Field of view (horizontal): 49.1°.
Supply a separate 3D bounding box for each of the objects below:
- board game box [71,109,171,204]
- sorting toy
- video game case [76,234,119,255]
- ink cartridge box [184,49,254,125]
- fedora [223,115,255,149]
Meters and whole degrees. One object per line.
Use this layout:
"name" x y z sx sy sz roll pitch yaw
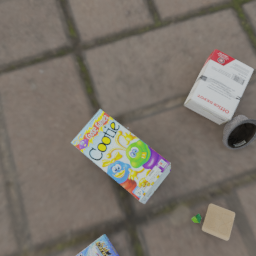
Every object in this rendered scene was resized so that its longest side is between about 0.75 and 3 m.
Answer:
"board game box" -0.125 0.687 6.671 2.080 1.091 1.071 37 81 18
"sorting toy" 2.029 2.196 6.735 0.926 0.136 0.684 18 66 17
"video game case" -0.632 3.123 6.502 0.844 0.212 0.931 -37 74 -2
"ink cartridge box" 2.411 -1.071 7.513 1.171 0.680 1.623 29 77 1
"fedora" 2.848 0.043 7.196 0.945 1.069 0.483 4 39 -15
